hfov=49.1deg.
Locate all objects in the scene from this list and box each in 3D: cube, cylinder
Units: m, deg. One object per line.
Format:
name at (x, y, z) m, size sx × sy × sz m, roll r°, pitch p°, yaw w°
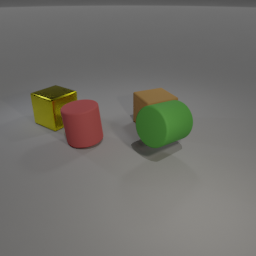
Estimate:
cube at (-3.139, -0.902, 12.136) m, size 1.400 × 1.400 × 1.400 m, roll 19°, pitch 33°, yaw 33°
cylinder at (1.218, -0.157, 9.409) m, size 1.400 × 1.400 × 1.400 m, roll -16°, pitch 30°, yaw -42°
cube at (1.126, -0.755, 11.839) m, size 1.400 × 1.400 × 1.400 m, roll -12°, pitch 29°, yaw -20°
cylinder at (-1.716, -0.186, 10.571) m, size 1.400 × 1.400 × 1.400 m, roll -5°, pitch 27°, yaw 3°
